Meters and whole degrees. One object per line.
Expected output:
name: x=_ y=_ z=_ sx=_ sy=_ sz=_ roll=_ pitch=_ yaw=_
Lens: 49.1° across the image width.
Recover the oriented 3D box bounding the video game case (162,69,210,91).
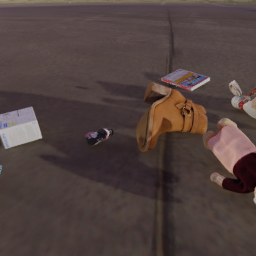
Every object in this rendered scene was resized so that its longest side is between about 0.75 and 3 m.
video game case: x=2.113 y=-1.802 z=10.336 sx=1.038 sy=0.127 sz=1.451 roll=-30 pitch=39 yaw=-28

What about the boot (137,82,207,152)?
boot: x=1.087 y=-0.092 z=6.650 sx=1.589 sy=0.785 sz=2.047 roll=23 pitch=44 yaw=-11

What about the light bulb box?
light bulb box: x=-2.585 y=-0.032 z=6.652 sx=0.848 sy=0.529 sz=0.841 roll=-17 pitch=32 yaw=-17

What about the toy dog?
toy dog: x=3.495 y=-0.657 z=7.491 sx=0.807 sy=1.106 sz=1.676 roll=-23 pitch=41 yaw=1

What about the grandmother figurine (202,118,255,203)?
grandmother figurine: x=2.091 y=0.632 z=4.861 sx=0.663 sy=1.327 sz=2.189 roll=29 pitch=23 yaw=-24

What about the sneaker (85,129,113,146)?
sneaker: x=-0.623 y=0.202 z=6.300 sx=0.786 sy=0.316 sz=0.339 roll=-13 pitch=-2 yaw=43

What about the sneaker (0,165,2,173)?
sneaker: x=-2.498 y=0.777 z=4.951 sx=1.115 sy=0.442 sz=0.533 roll=0 pitch=63 yaw=46
